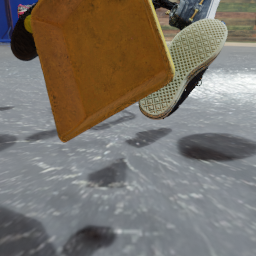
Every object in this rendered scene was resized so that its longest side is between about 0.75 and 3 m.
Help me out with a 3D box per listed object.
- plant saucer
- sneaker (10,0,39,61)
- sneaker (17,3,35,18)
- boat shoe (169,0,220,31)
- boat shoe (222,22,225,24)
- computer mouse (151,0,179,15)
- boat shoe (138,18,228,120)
[{"bbox_3d":[-0.372,-1.054,3.448,0.490,2.023,2.023,-5,-15,-46],"label":"plant saucer"},{"bbox_3d":[-1.704,-2.681,6.516,0.883,2.677,1.050,33,7,0],"label":"sneaker"},{"bbox_3d":[-2.962,-3.839,9.190,1.266,0.473,0.510,-9,-16,-24],"label":"sneaker"},{"bbox_3d":[1.208,-2.216,5.061,0.699,0.545,1.540,27,53,-9],"label":"boat shoe"},{"bbox_3d":[1.731,-2.199,7.038,0.699,0.857,2.036,21,45,39],"label":"boat shoe"},{"bbox_3d":[0.613,-3.889,8.599,1.923,0.630,2.739,-7,23,-44],"label":"computer mouse"},{"bbox_3d":[0.682,-0.726,3.539,0.575,1.542,0.480,34,-6,16],"label":"boat shoe"}]
